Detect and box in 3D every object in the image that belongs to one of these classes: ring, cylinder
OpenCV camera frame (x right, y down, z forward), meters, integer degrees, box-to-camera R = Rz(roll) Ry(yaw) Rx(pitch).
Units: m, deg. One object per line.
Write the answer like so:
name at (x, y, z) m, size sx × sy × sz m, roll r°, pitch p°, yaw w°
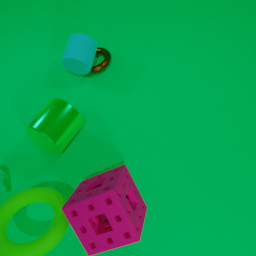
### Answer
ring at (-1.923, 1.832, 5.517) m, size 1.576 × 0.315 × 1.576 m, roll -4°, pitch 40°, yaw 3°
ring at (-1.088, -2.206, 9.089) m, size 1.137 × 0.227 × 1.137 m, roll -7°, pitch 54°, yaw 10°
cylinder at (-1.456, -2.218, 8.439) m, size 0.889 × 0.889 × 0.889 m, roll 10°, pitch 70°, yaw 6°
cylinder at (-1.906, -0.047, 7.338) m, size 1.092 × 1.092 × 1.092 m, roll 26°, pitch 61°, yaw 15°

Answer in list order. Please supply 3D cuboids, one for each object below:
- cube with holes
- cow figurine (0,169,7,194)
cube with holes at (-0.402, 1.586, 5.550) m, size 1.095 × 1.095 × 1.095 m, roll -23°, pitch 101°, yaw 17°
cow figurine at (-3.243, 1.198, 6.505) m, size 0.542 × 0.972 × 0.988 m, roll -22°, pitch 40°, yaw -1°
